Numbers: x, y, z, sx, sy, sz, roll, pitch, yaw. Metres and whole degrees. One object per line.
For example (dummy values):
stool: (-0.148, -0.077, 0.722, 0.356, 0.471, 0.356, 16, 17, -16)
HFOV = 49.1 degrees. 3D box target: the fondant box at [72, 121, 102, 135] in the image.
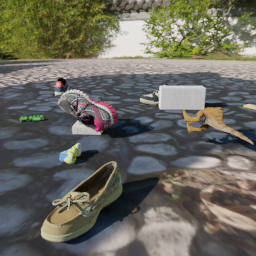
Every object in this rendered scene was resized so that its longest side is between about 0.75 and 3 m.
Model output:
fondant box: (-1.489, -0.023, 10.639, 1.071, 0.312, 0.773, 2, 19, 5)

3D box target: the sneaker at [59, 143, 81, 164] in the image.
sneaker: (-1.718, 0.712, 8.249, 0.524, 0.377, 0.997, 2, 19, 7)

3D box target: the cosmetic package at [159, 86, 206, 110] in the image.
cosmetic package: (2.685, -1.517, 14.009, 2.188, 1.110, 0.779, 1, 18, 0)

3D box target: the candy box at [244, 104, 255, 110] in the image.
candy box: (6.375, -1.041, 14.123, 0.477, 0.123, 0.933, -8, 20, -32)

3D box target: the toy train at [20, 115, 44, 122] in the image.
toy train: (-4.095, -0.384, 11.980, 0.999, 0.208, 0.282, -5, 28, -16)

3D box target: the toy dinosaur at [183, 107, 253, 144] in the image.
toy dinosaur: (2.549, -0.273, 8.506, 1.580, 0.899, 2.975, -14, 16, 15)

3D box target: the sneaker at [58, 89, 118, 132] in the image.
sneaker: (-1.654, -0.658, 10.270, 2.613, 1.053, 0.975, 20, 43, 32)

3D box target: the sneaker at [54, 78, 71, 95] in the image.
sneaker: (-4.190, -2.786, 18.134, 0.888, 1.001, 2.368, -1, 17, -4)

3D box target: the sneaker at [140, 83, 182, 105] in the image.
sneaker: (1.828, -1.880, 15.178, 2.499, 1.096, 0.945, -7, 21, -17)

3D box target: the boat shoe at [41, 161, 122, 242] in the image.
boat shoe: (-0.861, 1.379, 5.603, 0.833, 0.712, 2.272, 8, 19, 24)
